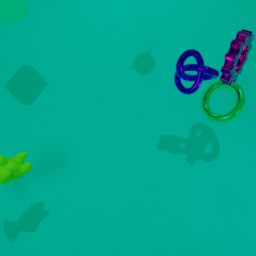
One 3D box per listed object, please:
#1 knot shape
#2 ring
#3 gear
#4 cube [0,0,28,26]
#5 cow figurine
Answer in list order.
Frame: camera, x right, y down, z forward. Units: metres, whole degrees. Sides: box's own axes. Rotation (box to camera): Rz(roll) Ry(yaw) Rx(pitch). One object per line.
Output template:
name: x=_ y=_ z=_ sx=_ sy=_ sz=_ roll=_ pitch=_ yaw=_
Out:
knot shape: x=1.612 y=-1.283 z=6.556 sx=1.019 sy=1.089 sz=0.503 roll=6 pitch=47 yaw=7
ring: x=2.464 y=-0.705 z=7.344 sx=1.180 sy=0.236 sz=1.180 roll=-10 pitch=73 yaw=37
gear: x=2.407 y=-1.547 z=6.191 sx=0.219 sy=1.184 sz=1.184 roll=27 pitch=77 yaw=27
cube: x=-3.134 y=-3.247 z=6.958 sx=0.902 sy=0.902 sz=0.902 roll=44 pitch=49 yaw=10
cow figurine: x=-2.842 y=1.049 z=6.186 sx=1.163 sy=1.182 sz=0.649 roll=-41 pitch=74 yaw=32
